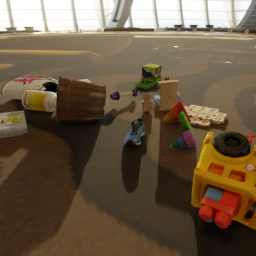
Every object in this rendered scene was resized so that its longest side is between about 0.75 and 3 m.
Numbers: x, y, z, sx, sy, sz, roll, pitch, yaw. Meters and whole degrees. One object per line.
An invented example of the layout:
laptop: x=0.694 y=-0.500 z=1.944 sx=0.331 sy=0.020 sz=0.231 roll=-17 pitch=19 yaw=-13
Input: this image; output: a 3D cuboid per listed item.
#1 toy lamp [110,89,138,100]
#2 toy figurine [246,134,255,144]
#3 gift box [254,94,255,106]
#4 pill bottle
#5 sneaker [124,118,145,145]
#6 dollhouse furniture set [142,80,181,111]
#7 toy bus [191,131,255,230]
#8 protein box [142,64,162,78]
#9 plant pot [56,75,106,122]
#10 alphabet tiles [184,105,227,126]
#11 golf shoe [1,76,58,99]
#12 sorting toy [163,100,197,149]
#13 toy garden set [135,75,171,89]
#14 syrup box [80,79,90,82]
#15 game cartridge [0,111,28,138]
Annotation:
toy lamp: x=-0.203 y=-1.624 z=13.635 sx=1.562 sy=0.455 sz=0.455 roll=-16 pitch=29 yaw=-39
toy figurine: x=3.638 y=0.461 z=8.923 sx=1.532 sy=0.808 sz=0.918 roll=-5 pitch=19 yaw=-13
gift box: x=6.474 y=-1.467 z=12.538 sx=1.250 sy=1.339 sz=1.235 roll=-6 pitch=20 yaw=-9
pill bottle: x=-3.735 y=-1.187 z=12.403 sx=1.696 sy=0.884 sz=0.884 roll=7 pitch=25 yaw=15
sneaker: x=0.233 y=0.094 z=9.791 sx=0.605 sy=0.687 sz=1.541 roll=5 pitch=25 yaw=11
dollhouse furniture set: x=1.522 y=-1.672 z=12.925 sx=1.793 sy=1.240 sz=1.900 roll=-3 pitch=20 yaw=5
toy bus: x=2.514 y=1.378 z=6.142 sx=2.326 sy=1.578 sz=2.233 roll=15 pitch=41 yaw=24
protein box: x=1.562 y=-3.780 z=18.423 sx=0.978 sy=0.664 sz=0.985 roll=13 pitch=27 yaw=26
plant pot: x=-1.858 y=-1.111 z=11.321 sx=1.858 sy=1.877 sz=1.877 roll=5 pitch=23 yaw=-8
alphabet tiles: x=3.042 y=-0.602 z=11.982 sx=2.157 sy=0.157 sz=2.109 roll=13 pitch=28 yaw=26
golf shoe: x=-4.797 y=-2.025 z=14.054 sx=2.896 sy=1.051 sz=1.334 roll=-18 pitch=30 yaw=-35
sorting toy: x=1.780 y=-0.040 z=10.259 sx=1.005 sy=1.012 sz=2.919 roll=-25 pitch=22 yaw=16
toy garden set: x=1.565 y=-2.736 z=16.442 sx=1.616 sy=0.387 sz=1.938 roll=12 pitch=27 yaw=25
syrup box: x=-2.134 y=-1.880 z=14.095 sx=0.768 sy=0.743 sz=1.887 roll=-9 pitch=25 yaw=-19
game cartridge: x=-4.605 y=-0.175 z=10.818 sx=1.287 sy=0.391 sz=1.931 roll=-13 pitch=27 yaw=-19
